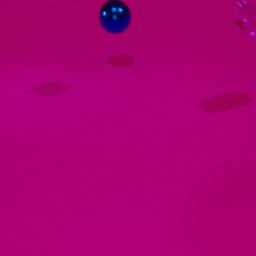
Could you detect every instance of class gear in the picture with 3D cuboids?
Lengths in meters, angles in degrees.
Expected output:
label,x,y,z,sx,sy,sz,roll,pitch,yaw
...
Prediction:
label,x,y,z,sx,sy,sz,roll,pitch,yaw
gear,2.856,-2.524,5.302,1.796,1.796,0.332,-12,47,-15

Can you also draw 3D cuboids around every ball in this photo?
label,x,y,z,sx,sy,sz,roll,pitch,yaw
ball,-0.430,-3.683,9.284,1.094,1.094,1.094,0,38,0
